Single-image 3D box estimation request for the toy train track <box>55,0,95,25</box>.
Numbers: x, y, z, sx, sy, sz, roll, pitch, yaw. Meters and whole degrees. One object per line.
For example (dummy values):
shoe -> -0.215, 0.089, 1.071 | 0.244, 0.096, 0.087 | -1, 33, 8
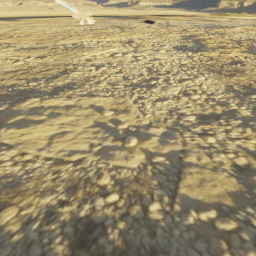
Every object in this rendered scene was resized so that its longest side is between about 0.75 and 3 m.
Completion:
toy train track -> -1.581, -3.389, 8.227 | 1.426, 0.232, 0.818 | 36, 41, 11
